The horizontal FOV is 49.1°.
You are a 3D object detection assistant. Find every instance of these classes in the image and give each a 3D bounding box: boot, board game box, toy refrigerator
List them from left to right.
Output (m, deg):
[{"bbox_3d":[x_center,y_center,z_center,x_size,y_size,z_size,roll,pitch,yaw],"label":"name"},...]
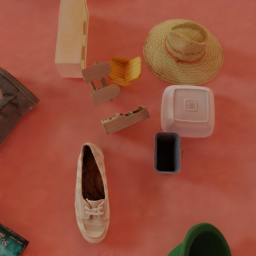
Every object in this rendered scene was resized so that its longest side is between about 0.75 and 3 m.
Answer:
[{"bbox_3d":[-4.396,3.448,8.139,2.487,0.350,1.682,28,75,8],"label":"board game box"},{"bbox_3d":[-4.409,-0.635,9.227,2.203,0.879,2.423,40,84,13],"label":"boot"},{"bbox_3d":[-1.884,-3.208,9.828,0.945,1.025,2.701,1,72,0],"label":"toy refrigerator"}]

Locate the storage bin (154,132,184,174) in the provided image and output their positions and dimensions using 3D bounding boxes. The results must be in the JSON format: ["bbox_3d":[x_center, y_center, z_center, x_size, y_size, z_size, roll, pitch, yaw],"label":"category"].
[{"bbox_3d":[1.219,0.841,8.677,0.923,0.852,1.269,2,74,1],"label":"storage bin"}]

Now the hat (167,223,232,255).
[{"bbox_3d":[1.309,3.964,8.031,2.643,2.327,2.189,1,72,-42],"label":"hat"}]

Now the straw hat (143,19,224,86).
[{"bbox_3d":[2.019,-2.968,9.641,2.968,1.256,2.968,0,74,0],"label":"straw hat"}]

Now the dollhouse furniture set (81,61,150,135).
[{"bbox_3d":[-0.419,-1.093,8.793,1.433,1.890,2.157,-22,101,-5],"label":"dollhouse furniture set"}]

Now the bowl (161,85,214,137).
[{"bbox_3d":[2.009,-0.629,9.237,1.787,0.668,1.789,4,74,2],"label":"bowl"}]

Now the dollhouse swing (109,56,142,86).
[{"bbox_3d":[-0.090,-2.037,9.523,0.844,0.816,0.928,12,71,-27],"label":"dollhouse swing"}]

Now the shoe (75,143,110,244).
[{"bbox_3d":[-1.125,1.883,8.379,1.049,0.801,2.999,-5,73,-2],"label":"shoe"}]
